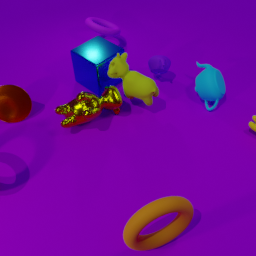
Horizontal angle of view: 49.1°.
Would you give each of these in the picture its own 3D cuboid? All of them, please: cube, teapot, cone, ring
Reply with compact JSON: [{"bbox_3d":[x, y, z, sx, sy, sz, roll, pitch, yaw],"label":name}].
[{"bbox_3d":[-0.935,-2.002,9.007,1.216,1.216,1.216,34,57,27],"label":"cube"},{"bbox_3d":[1.019,-2.005,9.055,0.744,1.197,0.586,4,84,-8],"label":"teapot"},{"bbox_3d":[-3.452,-0.868,8.451,1.131,1.131,1.135,-12,23,-10],"label":"cone"},{"bbox_3d":[-0.926,-3.778,10.459,1.365,0.273,1.365,16,31,-10],"label":"ring"},{"bbox_3d":[2.443,-1.343,8.558,0.819,1.040,1.673,-15,74,36],"label":"teapot"},{"bbox_3d":[0.597,1.843,5.359,1.463,1.463,0.293,-17,44,-15],"label":"ring"}]

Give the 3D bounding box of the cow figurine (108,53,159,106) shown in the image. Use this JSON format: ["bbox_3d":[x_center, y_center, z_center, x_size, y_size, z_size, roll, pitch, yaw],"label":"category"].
[{"bbox_3d":[0.137,-1.367,7.840,1.454,1.431,0.798,26,71,28],"label":"cow figurine"}]

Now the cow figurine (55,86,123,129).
[{"bbox_3d":[-1.015,-0.609,7.978,1.691,1.664,0.928,-24,89,22],"label":"cow figurine"}]

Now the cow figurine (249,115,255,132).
[{"bbox_3d":[3.725,0.049,7.586,0.878,0.490,0.892,45,44,6],"label":"cow figurine"}]
